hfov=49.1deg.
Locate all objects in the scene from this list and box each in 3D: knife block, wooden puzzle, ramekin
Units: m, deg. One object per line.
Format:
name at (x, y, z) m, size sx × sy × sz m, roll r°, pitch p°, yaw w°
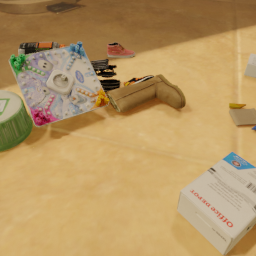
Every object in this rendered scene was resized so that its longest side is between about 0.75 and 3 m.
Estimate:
knife block at (-1.779, -1.958, 12.055) m, size 2.757 × 2.420 × 0.882 m, roll -38°, pitch 32°, yaw 27°
wooden puzzle at (4.471, -0.420, 10.673) m, size 1.083 × 0.188 × 1.605 m, roll -1°, pitch 41°, yaw 5°
ramekin at (-4.620, -0.334, 9.784) m, size 2.298 × 1.122 × 2.298 m, roll 1°, pitch 42°, yaw -1°

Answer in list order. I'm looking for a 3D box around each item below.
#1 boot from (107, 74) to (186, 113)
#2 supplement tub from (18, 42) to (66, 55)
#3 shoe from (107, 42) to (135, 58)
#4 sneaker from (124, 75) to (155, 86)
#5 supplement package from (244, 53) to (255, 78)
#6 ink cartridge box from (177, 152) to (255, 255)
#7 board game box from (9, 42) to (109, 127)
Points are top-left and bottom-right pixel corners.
boot at (0.710, -1.110, 11.068) m, size 2.460 × 0.814 × 2.155 m, roll -22°, pitch 45°, yaw -19°
supplement tub at (-3.972, -3.415, 13.242) m, size 2.042 × 1.251 × 1.251 m, roll -2°, pitch 41°, yaw -2°
shoe at (-0.352, -3.996, 14.341) m, size 1.463 × 0.666 × 0.523 m, roll 0°, pitch 41°, yaw 0°
sneaker at (0.494, -2.068, 12.264) m, size 1.478 × 0.517 × 0.665 m, roll -25°, pitch 50°, yaw -23°
supplement package at (5.917, -2.939, 13.163) m, size 0.611 × 0.635 × 1.116 m, roll 18°, pitch 44°, yaw 18°
ink cartridge box at (2.666, 1.883, 7.428) m, size 2.268 × 0.956 × 1.656 m, roll -28°, pitch 50°, yaw -27°
board game box at (-2.452, -1.731, 10.215) m, size 2.849 × 0.369 × 2.849 m, roll -20°, pitch 76°, yaw -25°
